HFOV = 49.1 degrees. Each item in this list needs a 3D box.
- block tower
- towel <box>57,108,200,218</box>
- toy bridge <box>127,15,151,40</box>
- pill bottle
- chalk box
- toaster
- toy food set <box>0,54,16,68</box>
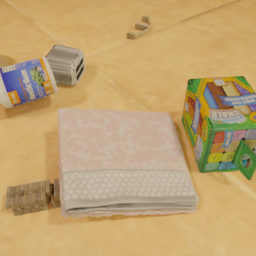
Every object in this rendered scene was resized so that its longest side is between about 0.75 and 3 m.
[{"bbox_3d":[-1.588,1.380,5.817,1.707,0.493,0.461,-7,45,-9],"label":"block tower"},{"bbox_3d":[-0.076,0.584,6.088,2.828,0.456,2.701,2,46,-17],"label":"towel"},{"bbox_3d":[0.608,-4.175,11.601,0.647,0.262,1.925,19,47,14],"label":"toy bridge"},{"bbox_3d":[-2.922,-1.149,7.440,1.862,1.043,1.043,-21,48,-15],"label":"pill bottle"},{"bbox_3d":[2.263,0.065,6.444,1.455,1.465,2.347,-4,44,-4],"label":"chalk box"},{"bbox_3d":[-2.020,-1.952,8.877,1.052,0.926,1.629,9,43,6],"label":"toaster"},{"bbox_3d":[-4.996,-1.773,8.930,2.399,0.590,2.424,3,45,3],"label":"toy food set"}]
